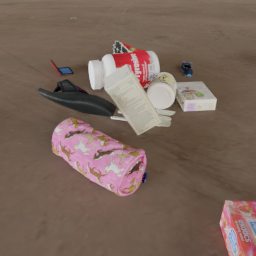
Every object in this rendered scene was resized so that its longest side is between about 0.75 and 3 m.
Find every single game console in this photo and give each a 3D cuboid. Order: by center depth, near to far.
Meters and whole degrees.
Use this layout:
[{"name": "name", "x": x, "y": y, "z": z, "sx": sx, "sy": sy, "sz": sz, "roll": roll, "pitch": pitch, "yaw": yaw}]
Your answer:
[{"name": "game console", "x": -3.089, "y": -2.859, "z": 13.072, "sx": 0.587, "sy": 0.852, "sz": 0.988, "roll": -36, "pitch": 39, "yaw": -5}]

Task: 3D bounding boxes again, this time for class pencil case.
[{"name": "pencil case", "x": -0.770, "y": 0.621, "z": 6.936, "sx": 2.650, "sy": 1.097, "sz": 1.147, "roll": 24, "pitch": 22, "yaw": 34}]

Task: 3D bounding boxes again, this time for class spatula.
[{"name": "spatula", "x": 0.509, "y": -0.453, "z": 9.497, "sx": 2.022, "sy": 0.162, "sz": 1.406, "roll": 9, "pitch": 30, "yaw": 14}]

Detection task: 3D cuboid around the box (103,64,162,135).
[{"name": "box", "x": 0.133, "y": -0.750, "z": 7.700, "sx": 0.844, "sy": 1.777, "sz": 0.691, "roll": -28, "pitch": 34, "yaw": 9}]

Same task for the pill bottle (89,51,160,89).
[{"name": "pill bottle", "x": -0.179, "y": -2.243, "z": 11.189, "sx": 2.615, "sy": 1.468, "sz": 1.468, "roll": -10, "pitch": 33, "yaw": -16}]

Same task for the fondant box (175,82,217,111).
[{"name": "fondant box", "x": 2.448, "y": -1.213, "z": 10.484, "sx": 1.167, "sy": 0.471, "sz": 1.617, "roll": -3, "pitch": 31, "yaw": -5}]

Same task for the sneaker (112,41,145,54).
[{"name": "sneaker", "x": 0.309, "y": -3.392, "z": 13.417, "sx": 1.174, "sy": 1.064, "sz": 2.764, "roll": -20, "pitch": 46, "yaw": -38}]

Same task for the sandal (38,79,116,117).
[{"name": "sandal", "x": -1.436, "y": -0.914, "z": 8.012, "sx": 3.000, "sy": 1.128, "sz": 0.718, "roll": 14, "pitch": 77, "yaw": 39}]

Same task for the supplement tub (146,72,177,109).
[{"name": "supplement tub", "x": 1.255, "y": -1.409, "z": 10.269, "sx": 1.008, "sy": 1.008, "sz": 1.390, "roll": 6, "pitch": 32, "yaw": 10}]

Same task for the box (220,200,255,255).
[{"name": "box", "x": 2.217, "y": 2.058, "z": 4.987, "sx": 0.746, "sy": 0.688, "sz": 1.454, "roll": 2, "pitch": 32, "yaw": 3}]

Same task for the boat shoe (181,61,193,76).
[{"name": "boat shoe", "x": 2.837, "y": -2.850, "z": 13.134, "sx": 0.562, "sy": 0.458, "sz": 1.335, "roll": -4, "pitch": 32, "yaw": -6}]
